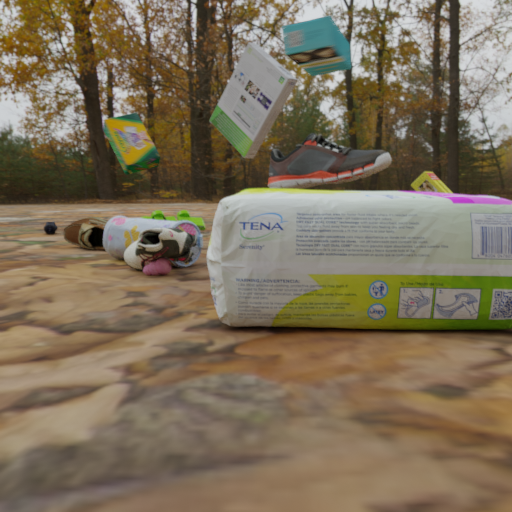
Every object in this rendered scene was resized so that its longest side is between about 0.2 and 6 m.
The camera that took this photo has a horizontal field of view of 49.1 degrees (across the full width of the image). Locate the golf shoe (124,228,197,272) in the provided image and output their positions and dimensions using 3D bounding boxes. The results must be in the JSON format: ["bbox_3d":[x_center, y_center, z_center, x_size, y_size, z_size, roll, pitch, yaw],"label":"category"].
[{"bbox_3d":[-1.719,-0.195,9.181,1.650,0.637,0.727,-12,-30,39],"label":"golf shoe"}]

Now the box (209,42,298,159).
[{"bbox_3d":[-0.123,-3.726,13.552,0.407,2.239,1.616,-6,48,-49],"label":"box"}]

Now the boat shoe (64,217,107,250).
[{"bbox_3d":[-3.699,-0.486,12.827,1.979,0.749,0.731,3,10,28],"label":"boat shoe"}]

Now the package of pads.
[{"bbox_3d":[1.111,-0.166,7.272,3.191,1.408,4.130,0,7,1],"label":"package of pads"}]

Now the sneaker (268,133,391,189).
[{"bbox_3d":[1.370,-2.001,11.382,2.664,1.091,1.027,-6,3,26],"label":"sneaker"}]

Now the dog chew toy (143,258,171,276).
[{"bbox_3d":[-1.617,0.200,9.104,0.451,0.281,0.281,-15,6,3],"label":"dog chew toy"}]

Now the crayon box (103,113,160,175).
[{"bbox_3d":[-2.943,-2.654,13.205,0.834,1.404,0.409,-21,-19,-26],"label":"crayon box"}]

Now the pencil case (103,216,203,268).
[{"bbox_3d":[-1.970,-0.280,10.550,2.084,0.866,0.945,6,-2,41],"label":"pencil case"}]

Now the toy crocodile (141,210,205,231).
[{"bbox_3d":[-2.597,-0.951,17.287,2.110,0.652,0.712,-2,48,-26],"label":"toy crocodile"}]

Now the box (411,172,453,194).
[{"bbox_3d":[4.881,-1.202,14.102,2.120,0.531,0.798,51,29,18],"label":"box"}]

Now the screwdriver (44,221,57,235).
[{"bbox_3d":[-6.661,-0.929,18.253,0.406,0.423,2.908,-2,4,-17],"label":"screwdriver"}]

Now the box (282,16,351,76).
[{"bbox_3d":[1.117,-3.626,9.825,0.801,0.478,1.946,-5,5,19],"label":"box"}]
